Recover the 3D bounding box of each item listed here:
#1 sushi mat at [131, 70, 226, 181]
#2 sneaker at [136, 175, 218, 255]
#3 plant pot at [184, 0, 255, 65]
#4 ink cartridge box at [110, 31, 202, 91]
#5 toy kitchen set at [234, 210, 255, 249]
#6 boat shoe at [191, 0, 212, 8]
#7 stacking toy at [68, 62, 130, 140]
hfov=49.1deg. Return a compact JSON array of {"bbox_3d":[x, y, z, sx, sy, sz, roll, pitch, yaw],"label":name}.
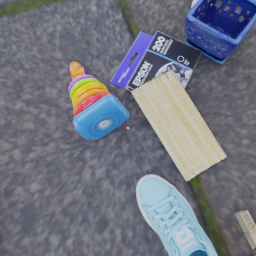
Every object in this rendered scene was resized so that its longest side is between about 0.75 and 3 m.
[{"bbox_3d":[1.243,-0.111,6.861,1.245,0.158,2.603,-31,86,-9],"label":"sushi mat"},{"bbox_3d":[1.152,2.175,5.849,1.065,1.181,2.882,-32,75,-11],"label":"sneaker"},{"bbox_3d":[2.373,-2.641,7.361,1.458,1.311,1.458,34,76,11],"label":"plant pot"},{"bbox_3d":[0.759,-1.643,7.515,1.892,0.411,1.874,26,75,9],"label":"ink cartridge box"},{"bbox_3d":[3.061,2.081,6.095,0.944,0.770,0.852,-22,73,-7],"label":"toy kitchen set"},{"bbox_3d":[2.321,-4.003,8.212,0.605,0.538,1.645,20,73,6],"label":"boat shoe"},{"bbox_3d":[-1.021,-0.889,6.961,1.192,1.260,2.172,-34,61,6],"label":"stacking toy"}]
